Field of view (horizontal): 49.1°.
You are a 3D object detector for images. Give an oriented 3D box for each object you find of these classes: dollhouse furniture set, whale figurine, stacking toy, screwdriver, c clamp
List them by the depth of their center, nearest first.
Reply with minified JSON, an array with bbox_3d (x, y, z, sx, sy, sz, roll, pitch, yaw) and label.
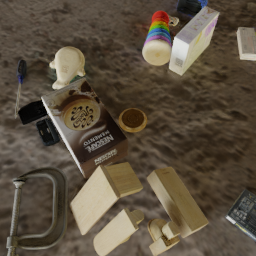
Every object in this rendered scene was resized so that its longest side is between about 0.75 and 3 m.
[{"bbox_3d":[0.253,2.428,7.896,2.516,2.050,2.393,-4,52,-44],"label":"dollhouse furniture set"},{"bbox_3d":[-2.866,2.357,7.981,2.325,0.369,2.722,0,60,0],"label":"c clamp"},{"bbox_3d":[-3.919,-1.459,10.257,0.389,0.373,2.672,9,56,-32],"label":"screwdriver"},{"bbox_3d":[-2.242,-2.153,10.492,1.348,0.879,1.694,14,84,0],"label":"whale figurine"},{"bbox_3d":[1.278,-3.809,11.262,1.138,1.138,2.666,7,55,4],"label":"stacking toy"}]

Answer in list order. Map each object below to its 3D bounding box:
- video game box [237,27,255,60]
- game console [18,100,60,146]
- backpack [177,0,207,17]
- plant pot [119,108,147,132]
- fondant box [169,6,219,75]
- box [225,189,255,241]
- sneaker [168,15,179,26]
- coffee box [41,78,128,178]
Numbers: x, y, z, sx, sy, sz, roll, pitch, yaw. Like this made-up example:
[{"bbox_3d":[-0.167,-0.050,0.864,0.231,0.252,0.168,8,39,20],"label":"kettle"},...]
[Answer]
[{"bbox_3d":[5.250,-3.413,11.382,1.436,0.369,1.576,4,60,5],"label":"video game box"},{"bbox_3d":[-2.970,-0.163,9.552,1.139,0.233,1.930,-25,61,-14],"label":"game console"},{"bbox_3d":[2.894,-5.515,12.295,1.148,0.933,0.963,36,63,20],"label":"backpack"},{"bbox_3d":[0.172,-0.309,9.690,0.985,0.135,0.985,0,59,0],"label":"plant pot"},{"bbox_3d":[2.475,-3.285,10.600,0.638,1.579,2.189,33,65,18],"label":"fondant box"},{"bbox_3d":[3.589,2.530,7.896,1.311,0.334,1.034,37,67,20],"label":"box"},{"bbox_3d":[1.743,-4.709,12.179,0.899,0.316,0.360,21,65,11],"label":"sneaker"},{"bbox_3d":[-1.366,-0.064,8.908,1.594,1.126,2.821,-28,62,-16],"label":"coffee box"}]
